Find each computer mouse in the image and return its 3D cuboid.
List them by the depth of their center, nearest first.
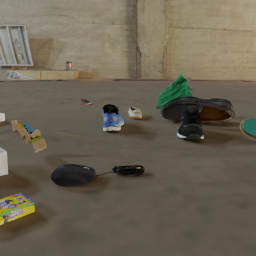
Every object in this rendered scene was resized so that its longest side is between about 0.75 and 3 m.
[{"bbox_3d":[-0.598,0.875,5.813,1.967,0.335,0.576,-4,12,-19],"label":"computer mouse"}]

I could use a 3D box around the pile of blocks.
[{"bbox_3d":[-2.574,0.194,7.319,0.457,1.113,0.346,-46,-1,-26],"label":"pile of blocks"}]

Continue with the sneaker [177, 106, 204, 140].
[{"bbox_3d":[2.044,-0.240,9.334,0.830,0.960,2.193,2,13,7],"label":"sneaker"}]

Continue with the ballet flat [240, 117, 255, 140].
[{"bbox_3d":[4.634,0.129,8.704,2.357,0.809,0.743,4,-15,7],"label":"ballet flat"}]

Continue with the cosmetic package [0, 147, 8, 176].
[{"bbox_3d":[-3.165,0.723,5.967,0.895,0.550,0.893,-11,17,-40],"label":"cosmetic package"}]

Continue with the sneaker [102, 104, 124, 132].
[{"bbox_3d":[-0.549,-0.480,10.500,0.786,0.893,2.002,-2,12,-2],"label":"sneaker"}]

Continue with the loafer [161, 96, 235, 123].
[{"bbox_3d":[2.737,-0.664,11.136,2.886,1.050,1.043,-4,21,10],"label":"loafer"}]

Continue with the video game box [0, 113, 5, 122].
[{"bbox_3d":[-6.154,-0.406,11.468,1.570,0.368,1.431,7,12,29],"label":"video game box"}]

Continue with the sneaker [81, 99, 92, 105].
[{"bbox_3d":[-2.518,-1.569,16.777,0.854,0.319,0.344,8,15,29],"label":"sneaker"}]

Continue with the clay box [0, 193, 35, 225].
[{"bbox_3d":[-1.940,1.275,4.306,0.480,0.199,0.836,11,16,43],"label":"clay box"}]

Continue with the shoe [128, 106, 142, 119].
[{"bbox_3d":[0.281,-0.699,12.686,0.521,0.398,1.491,-3,13,-12],"label":"shoe"}]

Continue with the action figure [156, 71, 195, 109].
[{"bbox_3d":[2.063,-1.480,13.058,0.660,1.425,2.412,-1,-21,-34],"label":"action figure"}]
